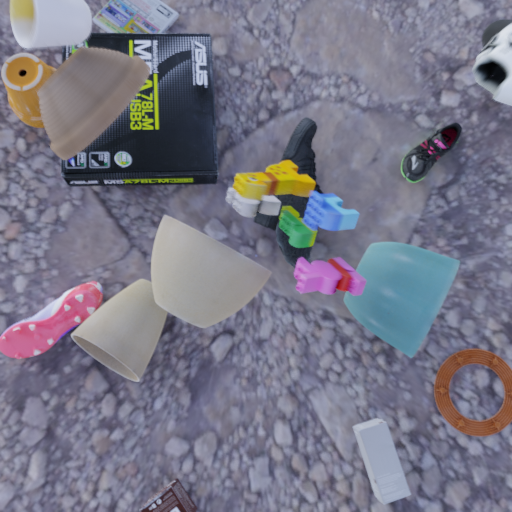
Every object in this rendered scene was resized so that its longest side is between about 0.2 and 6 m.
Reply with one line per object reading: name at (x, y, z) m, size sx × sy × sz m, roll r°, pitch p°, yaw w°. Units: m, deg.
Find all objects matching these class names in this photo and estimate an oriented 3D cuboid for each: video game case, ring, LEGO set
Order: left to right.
video game case at (-2.712, -5.357, 12.627) m, size 1.447 × 0.160 × 1.317 m, roll 37°, pitch 81°, yaw 6°
LEGO set at (0.357, -0.704, 8.887) m, size 1.320 × 1.227 × 3.218 m, roll -7°, pitch 36°, yaw -32°
ring at (4.351, 2.671, 10.993) m, size 1.687 × 0.162 × 1.687 m, roll 0°, pitch 79°, yaw 0°

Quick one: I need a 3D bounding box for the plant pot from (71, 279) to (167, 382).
plant pot at (-2.398, 1.305, 10.732) m, size 1.520 × 1.520 × 1.623 m, roll 31°, pitch 64°, yaw 6°

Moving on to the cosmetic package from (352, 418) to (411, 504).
cosmetic package at (2.325, 3.799, 10.473) m, size 0.619 × 0.733 × 1.373 m, roll -19°, pitch 78°, yaw -4°

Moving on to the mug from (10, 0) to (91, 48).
mug at (-3.009, -3.667, 8.313) m, size 0.952 × 0.929 × 1.160 m, roll -12°, pitch 105°, yaw -42°

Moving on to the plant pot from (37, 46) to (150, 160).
plant pot at (-2.835, -2.695, 9.206) m, size 0.995 × 2.155 × 2.155 m, roll 44°, pitch 80°, yaw -30°

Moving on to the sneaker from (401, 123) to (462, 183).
sneaker at (3.652, -2.221, 11.710) m, size 0.637 × 0.695 × 1.659 m, roll 42°, pitch 82°, yaw 8°

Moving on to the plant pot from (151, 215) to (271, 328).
plant pot at (-0.911, 0.370, 8.935) m, size 1.939 × 1.939 × 1.302 m, roll 29°, pitch 87°, yaw 6°

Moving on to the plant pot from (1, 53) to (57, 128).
plant pot at (-4.648, -3.545, 11.707) m, size 1.332 × 1.219 × 1.332 m, roll 0°, pitch 78°, yaw -1°

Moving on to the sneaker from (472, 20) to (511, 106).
sneaker at (3.928, -3.204, 9.059) m, size 0.948 × 0.794 × 2.142 m, roll 5°, pitch 48°, yaw -9°

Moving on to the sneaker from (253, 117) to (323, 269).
sneaker at (1.006, -1.246, 11.464) m, size 1.530 × 0.881 × 2.934 m, roll 26°, pitch 85°, yaw 5°

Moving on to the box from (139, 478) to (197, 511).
box at (-1.587, 4.633, 10.236) m, size 0.706 × 0.851 × 0.699 m, roll -36°, pitch 80°, yaw -8°

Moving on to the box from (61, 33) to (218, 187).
box at (-2.407, -3.070, 11.721) m, size 3.124 × 0.769 × 3.235 m, roll -2°, pitch 78°, yaw -5°

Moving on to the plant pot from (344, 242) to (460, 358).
plant pot at (2.631, 0.652, 10.561) m, size 1.606 × 2.001 × 2.001 m, roll 27°, pitch 80°, yaw 15°

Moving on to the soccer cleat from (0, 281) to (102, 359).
soccer cleat at (-4.009, 1.269, 11.064) m, size 2.306 × 0.882 × 0.769 m, roll -32°, pitch 106°, yaw 10°
